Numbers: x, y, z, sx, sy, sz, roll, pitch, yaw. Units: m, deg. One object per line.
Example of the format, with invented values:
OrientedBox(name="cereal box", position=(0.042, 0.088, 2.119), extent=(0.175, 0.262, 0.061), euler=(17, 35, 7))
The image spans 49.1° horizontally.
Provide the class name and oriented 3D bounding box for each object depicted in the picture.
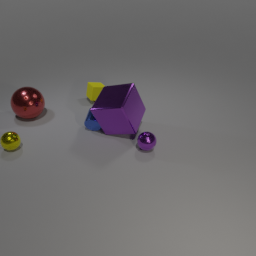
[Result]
OrientedBox(name="cube", position=(-1.531, -1.755, 13.434), extent=(0.700, 0.700, 0.700), euler=(-3, 28, -30))
OrientedBox(name="cylinder", position=(-1.345, -0.362, 11.324), extent=(0.700, 0.700, 0.700), euler=(6, 52, 9))
OrientedBox(name="ball", position=(-4.309, -1.080, 12.068), extent=(1.400, 1.400, 1.400), euler=(0, 32, 0))
OrientedBox(name="ball", position=(-4.284, 0.471, 10.211), extent=(0.700, 0.700, 0.700), euler=(0, 32, 0))
OrientedBox(name="ball", position=(0.684, 0.472, 10.142), extent=(0.700, 0.700, 0.700), euler=(0, 32, 0))
OrientedBox(name="cube", position=(-0.335, -0.714, 10.837), extent=(1.400, 1.400, 1.400), euler=(-2, 46, 29))
